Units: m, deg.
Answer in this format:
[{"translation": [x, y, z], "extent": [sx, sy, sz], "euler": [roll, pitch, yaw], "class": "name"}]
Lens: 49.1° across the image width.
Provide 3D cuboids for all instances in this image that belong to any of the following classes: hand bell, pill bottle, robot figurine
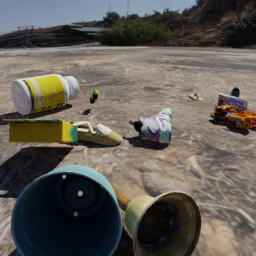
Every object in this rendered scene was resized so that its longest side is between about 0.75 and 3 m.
[{"translation": [-0.002, 1.637, 5.804], "extent": [1.431, 1.431, 2.748], "euler": [-13, 11, -30], "class": "hand bell"}, {"translation": [-3.884, -1.711, 13.480], "extent": [2.926, 1.629, 1.629], "euler": [-20, 29, -41], "class": "pill bottle"}, {"translation": [4.518, -0.506, 11.762], "extent": [1.495, 0.600, 2.062], "euler": [-11, 23, -30], "class": "robot figurine"}]

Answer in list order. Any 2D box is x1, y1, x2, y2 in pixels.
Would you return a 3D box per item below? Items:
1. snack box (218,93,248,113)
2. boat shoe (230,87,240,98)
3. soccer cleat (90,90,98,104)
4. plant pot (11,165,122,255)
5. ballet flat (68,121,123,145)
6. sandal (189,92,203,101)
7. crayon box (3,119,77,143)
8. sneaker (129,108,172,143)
[{"translation": [5.069, -1.218, 13.637], "extent": [0.204, 0.604, 1.679], "euler": [-11, 23, -26], "class": "snack box"}, {"translation": [6.129, -2.057, 15.947], "extent": [0.563, 0.534, 1.610], "euler": [8, 22, 20], "class": "boat shoe"}, {"translation": [-1.626, -1.430, 13.443], "extent": [0.307, 0.909, 0.369], "euler": [-5, 54, -27], "class": "soccer cleat"}, {"translation": [-1.004, 1.472, 5.248], "extent": [1.762, 1.762, 1.656], "euler": [-1, 5, -2], "class": "plant pot"}, {"translation": [-1.246, 0.145, 9.925], "extent": [2.151, 0.678, 0.738], "euler": [6, 27, 14], "class": "ballet flat"}, {"translation": [3.758, -1.817, 15.556], "extent": [0.406, 0.364, 1.107], "euler": [-8, 22, -21], "class": "sandal"}, {"translation": [-2.517, 0.142, 8.468], "extent": [1.516, 0.622, 2.412], "euler": [0, -4, 1], "class": "crayon box"}, {"translation": [0.832, -0.204, 10.571], "extent": [1.586, 0.881, 2.267], "euler": [4, 20, 7], "class": "sneaker"}]
